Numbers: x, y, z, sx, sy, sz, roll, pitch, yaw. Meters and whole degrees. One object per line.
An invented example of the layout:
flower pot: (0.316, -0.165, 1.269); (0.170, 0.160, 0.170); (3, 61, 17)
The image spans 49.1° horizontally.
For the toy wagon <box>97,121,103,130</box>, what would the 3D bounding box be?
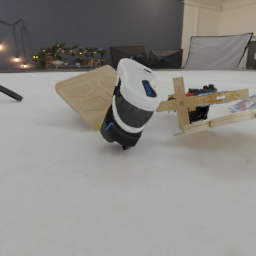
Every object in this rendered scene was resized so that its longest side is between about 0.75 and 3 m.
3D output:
toy wagon: (-0.255, -0.097, 6.936); (1.079, 0.213, 0.837); (-2, 43, 8)

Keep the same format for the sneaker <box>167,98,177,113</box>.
sneaker: (1.584, -0.702, 9.303); (1.126, 0.397, 0.527); (8, -28, -36)

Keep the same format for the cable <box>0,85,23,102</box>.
cable: (-5.680, -1.995, 11.867); (2.611, 0.657, 1.268); (21, -19, -2)

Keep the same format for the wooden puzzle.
wooden puzzle: (-0.778, -0.932, 8.548); (2.146, 0.536, 2.317); (-26, 51, -26)

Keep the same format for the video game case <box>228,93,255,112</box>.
video game case: (4.130, -0.825, 9.567); (1.061, 0.134, 1.165); (-28, 16, 5)

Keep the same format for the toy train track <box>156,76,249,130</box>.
toy train track: (1.733, -0.661, 6.720); (2.160, 1.239, 0.351); (-8, 5, 8)

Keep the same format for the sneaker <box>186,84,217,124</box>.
sneaker: (1.929, -0.605, 7.708); (0.760, 1.050, 2.150); (-10, 1, -5)

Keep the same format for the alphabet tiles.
alphabet tiles: (2.406, -0.214, 6.122); (2.651, 0.193, 2.593); (-8, -6, -44)

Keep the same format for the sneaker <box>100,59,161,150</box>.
sneaker: (-0.064, -0.535, 6.292); (1.018, 1.559, 2.788); (25, 24, -7)
